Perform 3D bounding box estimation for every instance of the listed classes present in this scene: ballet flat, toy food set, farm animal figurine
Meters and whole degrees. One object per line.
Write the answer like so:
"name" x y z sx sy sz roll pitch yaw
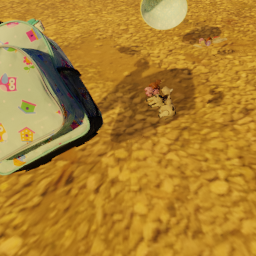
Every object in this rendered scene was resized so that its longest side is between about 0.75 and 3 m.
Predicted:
"ballet flat" -2.711 -2.962 8.214 0.384 0.384 1.106 -22 30 -24
"toy food set" 2.956 -3.186 10.184 1.080 0.170 0.686 -22 32 -14
"farm animal figurine" 0.722 -0.569 5.627 0.464 0.880 0.890 -20 30 20

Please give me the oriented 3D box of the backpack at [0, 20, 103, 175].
"backpack" -1.831 -0.569 4.807 2.046 1.784 2.328 -27 82 11

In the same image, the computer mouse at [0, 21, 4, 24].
"computer mouse" -2.542 -1.136 6.129 1.651 2.384 0.628 15 -10 -42

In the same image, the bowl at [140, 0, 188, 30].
"bowl" 1.304 -4.527 10.097 1.678 1.678 0.903 4 55 5
